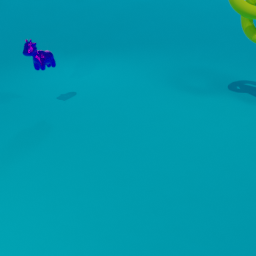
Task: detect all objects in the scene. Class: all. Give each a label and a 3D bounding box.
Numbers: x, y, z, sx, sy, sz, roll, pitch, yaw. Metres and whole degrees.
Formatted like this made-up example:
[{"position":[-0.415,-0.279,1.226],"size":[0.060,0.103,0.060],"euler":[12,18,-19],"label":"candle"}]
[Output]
[{"position":[-2.485,-2.071,7.861],"size":[0.497,0.891,0.906],"euler":[9,27,35],"label":"cow figurine"},{"position":[3.553,-3.116,7.187],"size":[2.047,1.916,0.946],"euler":[12,38,18],"label":"knot shape"}]
